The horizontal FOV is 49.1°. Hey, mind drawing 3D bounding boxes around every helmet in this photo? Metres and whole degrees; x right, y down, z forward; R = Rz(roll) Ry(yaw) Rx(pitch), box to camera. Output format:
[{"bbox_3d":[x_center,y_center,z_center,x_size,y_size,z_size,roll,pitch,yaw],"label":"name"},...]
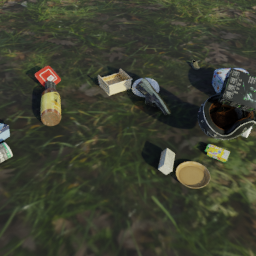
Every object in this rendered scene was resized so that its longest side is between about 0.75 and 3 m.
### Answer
[{"bbox_3d":[3.209,-0.397,9.303,1.666,1.747,1.747,-28,30,31],"label":"helmet"}]

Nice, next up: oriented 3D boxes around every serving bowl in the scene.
[{"bbox_3d":[0.818,-1.945,12.855,1.276,0.420,1.276,0,41,0],"label":"serving bowl"}]

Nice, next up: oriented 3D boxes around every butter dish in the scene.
[{"bbox_3d":[-3.797,-2.255,13.065,0.920,0.682,0.922,49,55,-8],"label":"butter dish"}]

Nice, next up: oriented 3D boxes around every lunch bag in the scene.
[{"bbox_3d":[4.835,-1.850,12.456,1.780,0.839,2.221,-1,41,-5],"label":"lunch bag"}]

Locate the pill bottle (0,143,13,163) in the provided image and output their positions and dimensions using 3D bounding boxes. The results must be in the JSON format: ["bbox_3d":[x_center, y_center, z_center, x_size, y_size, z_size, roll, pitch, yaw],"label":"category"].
[{"bbox_3d":[-4.502,0.963,9.450,1.010,0.571,0.571,-33,51,-30],"label":"pill bottle"}]

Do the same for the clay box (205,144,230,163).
[{"bbox_3d":[3.121,0.876,9.833,0.779,0.185,0.447,22,46,23],"label":"clay box"}]

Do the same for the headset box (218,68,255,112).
[{"bbox_3d":[3.404,-1.102,8.331,1.123,0.521,0.978,18,83,5],"label":"headset box"}]

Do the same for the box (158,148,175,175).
[{"bbox_3d":[1.286,1.105,9.291,0.381,0.312,0.803,37,40,-13],"label":"box"}]

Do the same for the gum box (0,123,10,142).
[{"bbox_3d":[-5.820,0.246,9.863,2.341,0.522,1.989,10,23,12],"label":"gum box"}]

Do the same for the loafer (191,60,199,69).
[{"bbox_3d":[3.462,-3.275,14.474,0.283,0.262,0.752,-12,43,-13],"label":"loafer"}]

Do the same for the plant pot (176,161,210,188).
[{"bbox_3d":[2.104,1.544,9.111,1.096,0.151,1.096,0,42,0],"label":"plant pot"}]

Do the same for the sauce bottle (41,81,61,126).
[{"bbox_3d":[-3.211,-1.126,11.625,0.812,0.812,2.460,-8,45,-9],"label":"sauce bottle"}]

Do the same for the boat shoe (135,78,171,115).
[{"bbox_3d":[1.029,-1.234,11.881,0.690,0.750,2.098,-38,62,9],"label":"boat shoe"}]

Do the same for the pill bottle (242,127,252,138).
[{"bbox_3d":[3.905,-0.184,10.585,1.408,0.790,0.790,25,47,26],"label":"pill bottle"}]

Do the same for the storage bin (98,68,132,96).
[{"bbox_3d":[-0.618,-2.166,12.995,1.201,0.563,1.192,-22,46,-22],"label":"storage bin"}]
